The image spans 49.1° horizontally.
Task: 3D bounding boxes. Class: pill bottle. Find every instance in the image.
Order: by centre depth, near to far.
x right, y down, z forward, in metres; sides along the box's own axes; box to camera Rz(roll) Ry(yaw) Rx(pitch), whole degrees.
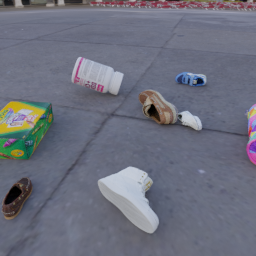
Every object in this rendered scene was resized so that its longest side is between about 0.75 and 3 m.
[{"bbox_3d":[-1.434,-2.435,13.387,2.245,1.273,1.273,17,29,-6],"label":"pill bottle"}]

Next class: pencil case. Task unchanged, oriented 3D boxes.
[{"bbox_3d":[4.637,0.072,9.424,1.322,1.322,2.992,10,31,17],"label":"pencil case"}]

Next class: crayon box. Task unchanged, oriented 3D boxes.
[{"bbox_3d":[-3.896,-0.015,9.984,1.672,0.820,2.814,2,29,3],"label":"crayon box"}]

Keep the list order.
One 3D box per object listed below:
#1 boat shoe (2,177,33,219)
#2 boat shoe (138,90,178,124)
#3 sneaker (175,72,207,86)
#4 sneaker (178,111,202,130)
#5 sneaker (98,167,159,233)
[{"bbox_3d":[-2.867,1.700,7.307,0.490,0.490,1.393,-3,28,-1],"label":"boat shoe"},{"bbox_3d":[1.030,-0.893,11.509,0.885,0.934,2.466,-16,31,-23],"label":"boat shoe"},{"bbox_3d":[3.324,-2.552,14.757,1.666,0.616,0.685,3,31,6],"label":"sneaker"},{"bbox_3d":[2.352,-0.240,10.830,0.505,0.521,1.427,-16,23,-10],"label":"sneaker"},{"bbox_3d":[0.293,1.645,7.105,1.218,0.776,2.107,-24,36,-30],"label":"sneaker"}]
